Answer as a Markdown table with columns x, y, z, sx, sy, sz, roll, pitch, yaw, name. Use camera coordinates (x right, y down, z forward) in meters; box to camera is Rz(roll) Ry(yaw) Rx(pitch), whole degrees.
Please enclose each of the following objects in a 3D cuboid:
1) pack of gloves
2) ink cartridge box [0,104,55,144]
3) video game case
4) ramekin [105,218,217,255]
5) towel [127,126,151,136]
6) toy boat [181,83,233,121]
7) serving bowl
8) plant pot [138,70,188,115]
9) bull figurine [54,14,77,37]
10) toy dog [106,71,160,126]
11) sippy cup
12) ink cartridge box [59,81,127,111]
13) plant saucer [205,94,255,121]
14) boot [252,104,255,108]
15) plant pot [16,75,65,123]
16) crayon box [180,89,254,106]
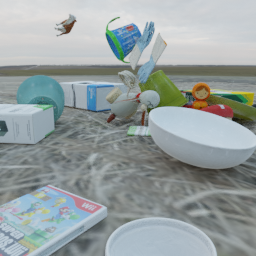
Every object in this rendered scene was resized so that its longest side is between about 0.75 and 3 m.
| x | y | z | sx | sy | sz | roll | pitch | yaw | name |
| --- | --- | --- | --- | --- | --- | --- | --- | --- | --- |
| 0.698 | -2.478 | 9.279 | 0.358 | 1.816 | 1.525 | 1 | 53 | -28 | pack of gloves |
| -3.643 | -0.181 | 8.722 | 2.217 | 0.932 | 1.618 | 2 | 15 | 7 | ink cartridge box |
| -1.437 | 1.369 | 3.909 | 1.397 | 0.171 | 1.954 | 9 | 16 | 35 | video game case |
| 0.314 | 1.425 | 2.792 | 1.079 | 0.566 | 1.079 | -1 | 12 | 0 | ramekin |
| 0.634 | 0.079 | 9.303 | 1.247 | 0.191 | 0.930 | 1 | 13 | 6 | towel |
| 2.563 | -0.792 | 9.881 | 1.599 | 1.602 | 2.450 | -5 | 14 | -21 | toy boat |
| 1.646 | 0.281 | 6.616 | 2.503 | 0.823 | 2.503 | 10 | 20 | -4 | serving bowl |
| 1.203 | -1.289 | 10.739 | 1.631 | 1.570 | 1.631 | -31 | 2 | 1 | plant pot |
| -2.257 | -3.703 | 10.158 | 0.709 | 0.380 | 1.168 | -24 | 0 | -21 | bull figurine |
| -0.051 | -0.739 | 10.189 | 1.799 | 1.314 | 2.728 | 35 | -16 | -3 | toy dog |
| -0.103 | -3.744 | 11.895 | 1.278 | 1.744 | 1.369 | -29 | 52 | -5 | sippy cup |
| -1.829 | -1.738 | 14.582 | 2.999 | 1.256 | 2.176 | 12 | 18 | 41 | ink cartridge box |
| 3.921 | -0.799 | 11.074 | 2.731 | 0.424 | 2.731 | 17 | 6 | -2 | plant saucer |
| 6.175 | -0.882 | 12.701 | 1.143 | 0.455 | 1.387 | 5 | 14 | -29 | boot |
| -3.149 | -0.882 | 10.225 | 1.788 | 1.788 | 1.435 | -4 | 25 | -17 | plant pot |
| 4.405 | -1.507 | 14.458 | 2.577 | 0.871 | 2.987 | -9 | 16 | -34 | crayon box |
